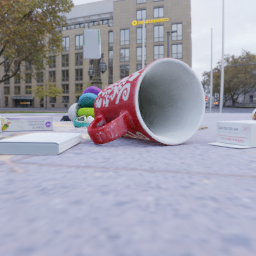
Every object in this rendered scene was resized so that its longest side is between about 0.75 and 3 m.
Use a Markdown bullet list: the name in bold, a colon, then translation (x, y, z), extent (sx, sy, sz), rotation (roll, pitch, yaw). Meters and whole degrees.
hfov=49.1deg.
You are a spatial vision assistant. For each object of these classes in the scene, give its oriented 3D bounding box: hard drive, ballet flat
- **hard drive**: translation (-1.752, 0.290, 5.814), extent (1.213, 0.245, 1.839), rotation (0, 4, 3)
- **ballet flat**: translation (-1.720, -0.253, 11.663), extent (1.403, 0.494, 0.472), rotation (2, 20, 27)

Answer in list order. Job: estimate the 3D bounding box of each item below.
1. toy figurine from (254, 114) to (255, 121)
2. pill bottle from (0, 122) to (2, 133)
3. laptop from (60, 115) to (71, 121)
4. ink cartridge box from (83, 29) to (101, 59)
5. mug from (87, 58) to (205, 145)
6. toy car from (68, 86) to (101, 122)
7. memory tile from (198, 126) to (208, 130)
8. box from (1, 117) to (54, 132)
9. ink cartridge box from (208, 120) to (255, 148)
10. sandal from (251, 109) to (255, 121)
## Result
- **toy figurine**: translation (6.179, -0.379, 12.522), extent (0.921, 0.651, 0.936), rotation (-3, 5, -35)
- **pill bottle**: translation (-3.994, -0.013, 7.415), extent (0.631, 0.631, 1.056), rotation (2, 5, 28)
- **laptop**: translation (-3.736, -0.497, 18.508), extent (1.086, 0.633, 1.225), rotation (1, -21, 9)
- **ink cartridge box**: translation (-1.221, -2.909, 9.637), extent (0.550, 0.955, 1.308), rotation (-2, 20, -4)
- **mug**: translation (0.048, -0.579, 7.179), extent (2.526, 1.898, 2.845), rotation (0, 0, -28)
- **toy car**: translation (-1.817, -1.221, 15.082), extent (2.309, 1.978, 2.638), rotation (2, 4, 12)
- **memory tile**: translation (2.455, -0.010, 11.084), extent (1.063, 0.116, 1.387), rotation (3, 5, 38)
- **box**: translation (-4.080, -0.147, 10.104), extent (2.662, 0.515, 0.552), rotation (-2, 4, -23)
- **ink cartridge box**: translation (2.650, 0.110, 6.319), extent (1.572, 0.533, 0.905), rotation (-3, 5, -34)
- **sandal**: translation (7.220, -0.716, 15.235), extent (0.663, 0.887, 2.314), rotation (11, 6, -1)
